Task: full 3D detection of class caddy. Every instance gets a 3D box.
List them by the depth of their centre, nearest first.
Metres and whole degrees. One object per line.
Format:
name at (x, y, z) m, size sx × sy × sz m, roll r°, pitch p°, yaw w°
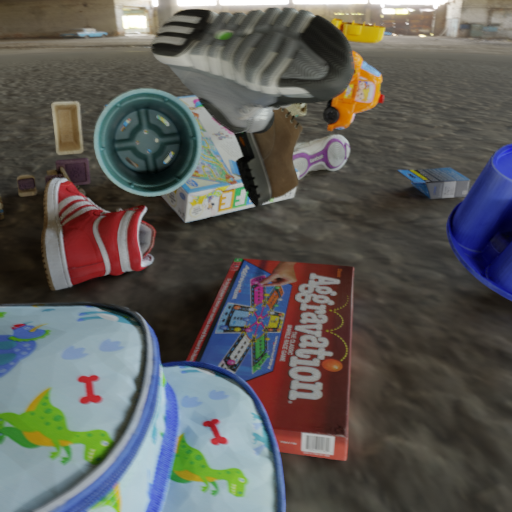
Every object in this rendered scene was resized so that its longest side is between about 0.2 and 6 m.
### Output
caddy at (5.002, -0.445, 9.251) m, size 3.689 × 1.936 × 2.608 m, roll -10°, pitch 50°, yaw -21°

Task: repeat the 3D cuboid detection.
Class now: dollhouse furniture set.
dollhouse furniture set at (-4.614, -2.319, 12.849) m, size 1.734 × 2.188 × 1.553 m, roll -10°, pitch 31°, yaw -25°

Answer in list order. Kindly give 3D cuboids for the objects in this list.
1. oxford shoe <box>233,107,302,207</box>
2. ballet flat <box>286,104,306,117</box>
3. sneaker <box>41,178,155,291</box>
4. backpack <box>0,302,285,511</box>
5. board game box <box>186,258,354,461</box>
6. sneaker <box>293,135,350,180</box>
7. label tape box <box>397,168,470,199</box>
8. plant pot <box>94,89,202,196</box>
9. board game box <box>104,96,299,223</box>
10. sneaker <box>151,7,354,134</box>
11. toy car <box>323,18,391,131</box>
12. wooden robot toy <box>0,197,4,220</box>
oxford shoe at (0.102, -1.957, 7.987) m, size 0.984 × 2.332 × 0.847 m, roll -21°, pitch 27°, yaw -12°
ballet flat at (1.059, -4.398, 13.359) m, size 0.767 × 2.207 × 0.767 m, roll 5°, pitch 17°, yaw -2°
sneaker at (-2.869, -0.585, 10.268) m, size 1.852 × 1.173 × 3.292 m, roll -11°, pitch 35°, yaw -13°
backpack at (-1.442, 1.795, 3.831) m, size 3.287 × 2.416 × 3.008 m, roll -1°, pitch 25°, yaw -3°
board game box at (0.288, 1.088, 7.704) m, size 2.042 × 0.386 × 3.966 m, roll 5°, pitch 26°, yaw 8°
sneaker at (1.362, -2.772, 15.060) m, size 2.679 × 1.003 × 1.334 m, roll -18°, pitch 31°, yaw -32°
label tape box at (4.247, -1.759, 13.566) m, size 1.430 × 0.453 × 1.031 m, roll -4°, pitch 26°, yaw -9°
plant pot at (-1.404, -1.463, 7.237) m, size 1.262 × 1.262 × 1.236 m, roll -6°, pitch 13°, yaw -11°
board game box at (-1.411, -2.504, 13.248) m, size 2.884 × 0.734 × 4.290 m, roll -16°, pitch 45°, yaw -31°
sneaker at (0.104, -1.656, 5.457) m, size 2.255 × 1.302 × 0.846 m, roll 27°, pitch 75°, yaw 35°
toy car at (1.963, -3.330, 10.912) m, size 1.224 × 1.804 × 3.678 m, roll 11°, pitch 11°, yaw 7°
wooden robot toy at (-5.799, -1.016, 11.437) m, size 0.927 × 0.954 × 2.103 m, roll 4°, pitch 26°, yaw 9°
